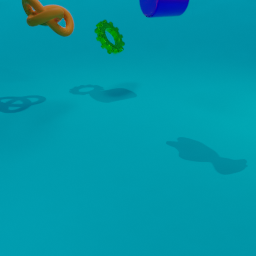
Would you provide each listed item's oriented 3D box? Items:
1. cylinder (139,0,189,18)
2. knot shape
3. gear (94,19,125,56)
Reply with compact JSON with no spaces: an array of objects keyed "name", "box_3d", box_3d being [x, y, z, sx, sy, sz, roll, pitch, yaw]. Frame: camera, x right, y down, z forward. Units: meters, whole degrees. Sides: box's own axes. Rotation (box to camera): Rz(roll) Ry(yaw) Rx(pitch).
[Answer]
[{"name":"cylinder","box_3d":[1.175,-4.291,9.166,1.225,1.225,1.225,-14,30,-24]},{"name":"knot shape","box_3d":[-2.629,-3.543,8.757,1.630,0.805,1.742,28,20,13]},{"name":"gear","box_3d":[-0.663,-3.358,10.409,0.242,1.311,1.311,-23,10,39]}]
